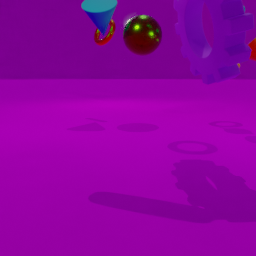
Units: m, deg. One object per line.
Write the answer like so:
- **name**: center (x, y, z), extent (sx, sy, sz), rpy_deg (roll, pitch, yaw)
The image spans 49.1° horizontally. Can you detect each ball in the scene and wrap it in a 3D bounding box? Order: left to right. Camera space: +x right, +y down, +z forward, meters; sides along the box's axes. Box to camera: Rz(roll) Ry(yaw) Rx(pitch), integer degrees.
- **ball**: center (0.480, -3.066, 9.303), extent (1.299, 1.299, 1.299), rpy_deg (0, 11, 0)

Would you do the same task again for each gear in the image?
- **gear**: center (1.382, -1.778, 4.877), extent (0.367, 1.984, 1.984), rpy_deg (-17, 14, -8)

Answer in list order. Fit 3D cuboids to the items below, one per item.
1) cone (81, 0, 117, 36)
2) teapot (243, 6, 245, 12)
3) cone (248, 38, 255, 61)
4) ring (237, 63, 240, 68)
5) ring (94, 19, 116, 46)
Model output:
- **cone**: center (-0.919, -3.750, 9.759), extent (1.199, 1.204, 1.199), rpy_deg (-2, 49, 3)
- **teapot**: center (3.301, -3.712, 8.957), extent (0.774, 0.610, 1.245), rpy_deg (16, 3, -35)
- **cone**: center (3.577, -1.922, 7.408), extent (0.842, 0.846, 0.842), rpy_deg (-36, -13, -10)
- **ring**: center (3.252, -2.289, 9.577), extent (1.171, 0.234, 1.171), rpy_deg (19, 18, -6)
- **ring**: center (-0.896, -3.676, 10.730), extent (1.107, 1.107, 0.221), rpy_deg (11, -8, 45)
